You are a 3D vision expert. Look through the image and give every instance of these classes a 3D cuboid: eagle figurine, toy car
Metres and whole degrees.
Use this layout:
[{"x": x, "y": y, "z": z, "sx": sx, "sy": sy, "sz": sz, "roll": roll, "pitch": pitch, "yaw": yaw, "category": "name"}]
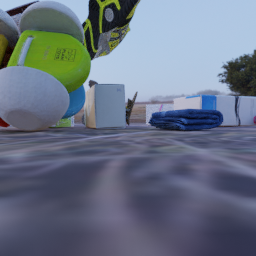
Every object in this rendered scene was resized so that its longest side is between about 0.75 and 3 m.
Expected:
[{"x": -0.853, "y": -0.782, "z": 10.747, "sx": 2.089, "sy": 1.585, "sz": 1.577, "roll": 16, "pitch": -34, "yaw": 8, "category": "eagle figurine"}, {"x": -1.911, "y": -0.805, "z": 4.902, "sx": 2.680, "sy": 2.346, "sz": 2.010, "roll": 0, "pitch": -35, "yaw": 4, "category": "toy car"}]

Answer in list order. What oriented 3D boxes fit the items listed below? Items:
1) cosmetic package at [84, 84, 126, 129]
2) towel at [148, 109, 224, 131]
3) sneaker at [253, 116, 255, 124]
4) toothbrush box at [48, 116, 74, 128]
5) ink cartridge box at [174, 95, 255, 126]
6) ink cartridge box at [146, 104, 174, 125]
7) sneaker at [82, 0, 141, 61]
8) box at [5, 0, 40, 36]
[{"x": -0.599, "y": -0.461, "z": 6.563, "sx": 0.653, "sy": 0.966, "sz": 1.837, "roll": -2, "pitch": 0, "yaw": -15, "category": "cosmetic package"}, {"x": 1.013, "y": -0.137, "z": 5.175, "sx": 0.817, "sy": 0.355, "sz": 1.463, "roll": 0, "pitch": 0, "yaw": -18, "category": "towel"}, {"x": 4.332, "y": -0.330, "z": 8.345, "sx": 1.519, "sy": 0.613, "sz": 0.567, "roll": -2, "pitch": 0, "yaw": -39, "category": "sneaker"}, {"x": -2.153, "y": -0.332, "z": 7.378, "sx": 1.096, "sy": 0.648, "sz": 1.505, "roll": 0, "pitch": 0, "yaw": 6, "category": "toothbrush box"}, {"x": 2.813, "y": -0.517, "z": 8.932, "sx": 2.225, "sy": 0.937, "sz": 1.609, "roll": 0, "pitch": 1, "yaw": -19, "category": "ink cartridge box"}, {"x": 1.699, "y": -0.611, "z": 13.154, "sx": 1.518, "sy": 0.951, "sz": 0.976, "roll": 0, "pitch": 1, "yaw": 18, "category": "ink cartridge box"}, {"x": -0.360, "y": -2.616, "z": 6.597, "sx": 1.029, "sy": 1.016, "sz": 2.694, "roll": -26, "pitch": -4, "yaw": -35, "category": "sneaker"}, {"x": -2.692, "y": -2.843, "z": 7.623, "sx": 0.946, "sy": 0.956, "sz": 1.152, "roll": -21, "pitch": 28, "yaw": -3, "category": "box"}]
